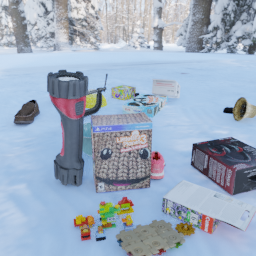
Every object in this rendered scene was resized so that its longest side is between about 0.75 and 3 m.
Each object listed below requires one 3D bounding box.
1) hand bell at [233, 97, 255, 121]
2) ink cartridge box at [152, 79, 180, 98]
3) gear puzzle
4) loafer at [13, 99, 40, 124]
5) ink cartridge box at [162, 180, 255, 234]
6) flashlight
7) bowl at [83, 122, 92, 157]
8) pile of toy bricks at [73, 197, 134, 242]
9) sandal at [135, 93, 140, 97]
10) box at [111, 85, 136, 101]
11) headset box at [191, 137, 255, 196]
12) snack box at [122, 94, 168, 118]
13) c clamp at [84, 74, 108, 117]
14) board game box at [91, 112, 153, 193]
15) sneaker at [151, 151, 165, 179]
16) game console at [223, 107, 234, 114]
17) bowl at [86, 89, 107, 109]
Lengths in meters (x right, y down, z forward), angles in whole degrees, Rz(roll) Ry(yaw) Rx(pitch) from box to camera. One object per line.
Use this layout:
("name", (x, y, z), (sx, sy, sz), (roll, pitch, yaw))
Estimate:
("hand bell", (6.065, -0.684, 12.812), (2.139, 1.114, 1.114), (9, 18, -9))
("ink cartridge box", (2.153, -2.213, 15.897), (1.363, 0.797, 2.349), (6, 2, 17))
("gear puzzle", (0.618, 2.175, 5.553), (1.657, 0.217, 0.858), (-7, 19, -28))
("loafer", (-4.684, -0.783, 12.851), (0.835, 0.812, 2.287), (-1, 20, -4))
("ink cartridge box", (1.768, 1.803, 6.183), (1.808, 0.455, 0.985), (16, 25, 35))
("flashlight", (-1.550, 0.043, 7.131), (0.987, 2.904, 0.983), (5, 27, -5))
("bowl", (-0.967, 0.419, 9.430), (1.641, 0.858, 1.641), (1, 19, 0))
("pile of toy bricks", (-0.456, 1.806, 5.846), (1.332, 0.657, 0.739), (-5, 20, -15))
("sandal", (0.533, -1.904, 16.731), (0.235, 0.392, 1.043), (-18, 8, 13))
("box", (-0.268, -2.139, 16.867), (1.085, 0.662, 1.045), (17, 26, 37))
("headset box", (2.998, 1.021, 7.857), (1.532, 0.773, 2.061), (-8, 21, -21))
("snack box", (0.971, -1.217, 14.521), (1.596, 0.510, 2.747), (8, 21, 21))
("c clamp", (-1.837, -1.367, 12.860), (0.301, 1.900, 2.224), (33, 45, 33))
("board game box", (-0.187, 0.621, 7.381), (1.481, 1.858, 0.900), (-4, 20, -10))
("sneaker", (0.874, 0.922, 8.335), (0.553, 0.650, 1.500), (1, 19, 2))
("game console", (5.486, -0.853, 14.042), (1.329, 0.160, 0.784), (6, 21, 21))
("bowl", (-1.925, -1.661, 15.299), (1.548, 0.833, 1.548), (0, 20, 0))
